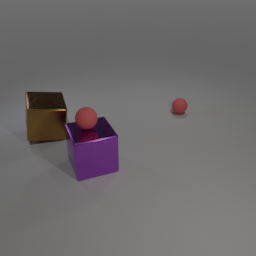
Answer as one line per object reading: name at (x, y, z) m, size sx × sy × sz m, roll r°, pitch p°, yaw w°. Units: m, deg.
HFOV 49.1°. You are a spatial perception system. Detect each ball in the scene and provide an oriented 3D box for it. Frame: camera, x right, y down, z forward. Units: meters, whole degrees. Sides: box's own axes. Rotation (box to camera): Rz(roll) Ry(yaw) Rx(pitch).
ball at (-1.291, -0.306, 8.682) m, size 0.700 × 0.700 × 0.700 m, roll 0°, pitch 30°, yaw 0°
ball at (2.342, -1.007, 12.688) m, size 0.700 × 0.700 × 0.700 m, roll 0°, pitch 30°, yaw 0°

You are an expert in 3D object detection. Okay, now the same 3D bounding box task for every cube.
cube at (-1.188, 0.634, 9.183) m, size 1.400 × 1.400 × 1.400 m, roll -11°, pitch 32°, yaw -19°
cube at (-3.175, -0.464, 10.786) m, size 1.400 × 1.400 × 1.400 m, roll -2°, pitch 35°, yaw -21°
